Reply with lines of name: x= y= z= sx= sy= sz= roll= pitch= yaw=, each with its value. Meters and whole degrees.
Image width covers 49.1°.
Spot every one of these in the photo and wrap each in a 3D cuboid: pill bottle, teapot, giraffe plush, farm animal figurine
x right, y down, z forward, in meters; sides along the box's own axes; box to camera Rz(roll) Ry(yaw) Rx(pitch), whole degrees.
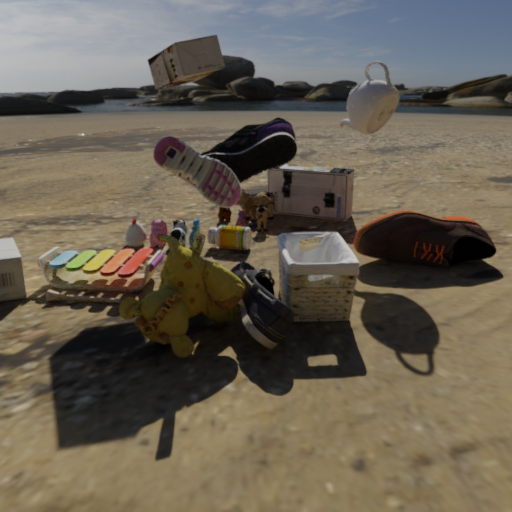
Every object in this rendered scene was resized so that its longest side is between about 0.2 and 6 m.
pill bottle: x=-0.582 y=-0.405 z=12.202 sx=0.891 sy=0.503 sz=0.503 roll=5 pitch=19 yaw=15
teapot: x=2.450 y=-3.391 z=12.318 sx=0.944 sy=1.292 sz=1.276 roll=46 pitch=0 yaw=22
giraffe plush: x=-1.108 y=0.693 z=7.982 sx=1.524 sy=1.766 sz=1.432 roll=18 pitch=57 yaw=20
farm animal figurine: x=-0.096 y=-1.284 z=14.185 sx=1.706 sy=0.890 sz=1.687 roll=15 pitch=24 yaw=37

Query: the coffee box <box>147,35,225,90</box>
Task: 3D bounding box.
coffee box: x=-1.516 y=-4.066 z=11.842 sx=0.976 sy=0.689 sz=1.727 roll=-21 pitch=16 yaw=-26

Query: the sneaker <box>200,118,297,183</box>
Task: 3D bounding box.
sneaker: x=-0.311 y=-2.133 z=11.496 sx=2.330 sy=0.883 sz=1.020 roll=-15 pitch=44 yaw=11

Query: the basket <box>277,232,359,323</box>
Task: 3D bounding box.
basket: x=0.960 y=0.322 z=9.253 sx=1.130 sy=1.028 sz=1.666 roll=-1 pitch=20 yaw=-3

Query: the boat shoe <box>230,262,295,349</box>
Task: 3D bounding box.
boat shoe: x=0.120 y=0.574 z=8.580 sx=0.800 sy=0.691 sz=2.203 roll=36 pitch=13 yaw=-23

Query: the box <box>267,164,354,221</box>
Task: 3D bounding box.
box: x=1.418 y=-1.695 z=14.834 sx=2.215 sy=1.292 sz=0.666 roll=9 pitch=23 yaw=21

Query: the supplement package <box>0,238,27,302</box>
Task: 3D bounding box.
supplement package: x=-4.567 y=0.245 z=9.851 sx=0.778 sy=0.780 sz=1.330 roll=-10 pitch=21 yaw=-27

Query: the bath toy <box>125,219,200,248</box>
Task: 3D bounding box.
bath toy: x=-2.085 y=-0.540 z=12.456 sx=1.657 sy=0.612 sz=0.720 roll=0 pitch=18 yaw=2

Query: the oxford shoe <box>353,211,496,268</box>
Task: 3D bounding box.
oxford shoe: x=3.388 y=-0.282 z=11.177 sx=2.836 sy=1.009 sz=1.029 roll=-4 pitch=27 yaw=-8

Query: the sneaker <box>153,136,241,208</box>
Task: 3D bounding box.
sneaker: x=-0.966 y=-1.420 z=9.524 sx=1.632 sy=0.656 sz=0.721 roll=34 pitch=0 yaw=-6

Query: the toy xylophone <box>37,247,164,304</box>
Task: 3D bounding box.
toy xylophone: x=-2.811 y=0.295 z=10.057 sx=2.216 sy=0.557 sz=1.622 roll=-1 pitch=19 yaw=-1
